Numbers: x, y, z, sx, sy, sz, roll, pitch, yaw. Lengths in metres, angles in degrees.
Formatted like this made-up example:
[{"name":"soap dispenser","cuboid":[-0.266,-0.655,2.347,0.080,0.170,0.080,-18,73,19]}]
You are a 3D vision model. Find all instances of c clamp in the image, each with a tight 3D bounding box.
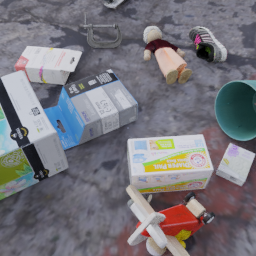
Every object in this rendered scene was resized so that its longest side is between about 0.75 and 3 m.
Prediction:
[{"name":"c clamp","cuboid":[-0.956,-3.652,10.539,1.527,0.207,1.305,6,90,3]}]

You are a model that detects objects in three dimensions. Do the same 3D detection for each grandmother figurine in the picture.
[{"name":"grandmother figurine","cuboid":[1.280,-2.669,9.835,1.624,0.811,2.677,-1,50,-31]}]

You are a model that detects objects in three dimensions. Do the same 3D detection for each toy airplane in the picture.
[{"name":"toy airplane","cuboid":[0.719,2.109,5.666,1.943,1.377,1.952,25,24,-2]}]

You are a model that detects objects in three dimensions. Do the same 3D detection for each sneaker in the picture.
[{"name":"sneaker","cuboid":[2.716,-3.026,10.165,0.823,0.694,1.881,-20,59,-23]}]

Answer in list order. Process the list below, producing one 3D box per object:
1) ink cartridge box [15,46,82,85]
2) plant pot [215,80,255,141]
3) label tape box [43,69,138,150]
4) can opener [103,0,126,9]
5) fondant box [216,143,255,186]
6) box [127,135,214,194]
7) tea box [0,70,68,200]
[{"name":"ink cartridge box","cuboid":[-2.590,-2.103,9.458,1.977,0.667,1.152,7,52,7]},{"name":"plant pot","cuboid":[3.467,-0.571,7.745,1.299,1.619,1.619,-13,51,-28]},{"name":"label tape box","cuboid":[-1.156,-0.601,8.197,2.404,0.795,1.722,-22,55,-18]},{"name":"can opener","cuboid":[-0.305,-5.994,12.565,0.579,0.731,2.198,25,51,20]},{"name":"fondant box","cuboid":[2.806,0.936,7.300,0.692,0.279,0.959,25,55,19]},{"name":"box","cuboid":[0.973,0.895,6.890,1.895,0.960,1.066,-4,52,-3]},{"name":"tea box","cuboid":[-3.170,0.221,6.986,2.408,1.635,2.448,-26,56,-18]}]
